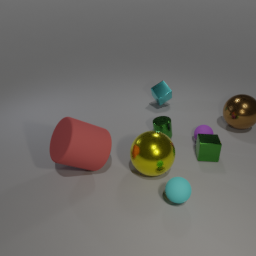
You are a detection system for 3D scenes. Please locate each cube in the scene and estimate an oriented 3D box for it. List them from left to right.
[{"bbox_3d":[1.542,-1.597,12.852,0.700,0.700,0.700,-32,66,-4],"label":"cube"},{"bbox_3d":[2.724,0.666,9.549,0.700,0.700,0.700,3,28,4],"label":"cube"}]

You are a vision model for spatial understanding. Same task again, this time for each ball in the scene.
[{"bbox_3d":[0.757,0.777,8.634,1.400,1.400,1.400,0,29,0],"label":"ball"},{"bbox_3d":[1.354,1.669,7.549,0.700,0.700,0.700,0,29,0],"label":"ball"},{"bbox_3d":[2.790,0.226,10.326,0.700,0.700,0.700,0,29,0],"label":"ball"},{"bbox_3d":[4.483,-0.638,11.084,1.400,1.400,1.400,0,29,0],"label":"ball"}]

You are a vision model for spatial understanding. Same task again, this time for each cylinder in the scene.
[{"bbox_3d":[-1.454,0.507,8.590,1.400,1.400,1.400,20,15,-37],"label":"cylinder"},{"bbox_3d":[1.314,0.006,10.637,0.700,0.700,0.700,-8,31,5],"label":"cylinder"}]
